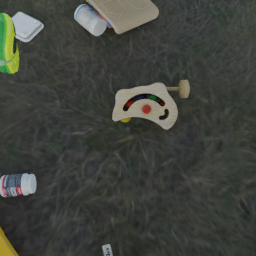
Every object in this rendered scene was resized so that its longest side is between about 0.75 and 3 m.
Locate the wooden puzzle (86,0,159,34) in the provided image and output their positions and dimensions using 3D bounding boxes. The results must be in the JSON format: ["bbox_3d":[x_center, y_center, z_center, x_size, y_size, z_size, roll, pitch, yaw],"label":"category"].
[{"bbox_3d":[-0.421,-4.413,9.674,2.273,0.568,2.454,-36,85,-34],"label":"wooden puzzle"}]

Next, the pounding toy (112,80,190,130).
[{"bbox_3d":[0.727,-0.588,8.260,2.298,1.318,1.314,-10,92,5],"label":"pounding toy"}]

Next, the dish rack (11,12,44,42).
[{"bbox_3d":[-3.734,-3.643,9.927,1.200,0.261,1.030,30,67,12],"label":"dish rack"}]

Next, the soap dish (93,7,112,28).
[{"bbox_3d":[-0.619,-4.119,10.052,0.844,0.436,1.073,-31,68,-14],"label":"soap dish"}]

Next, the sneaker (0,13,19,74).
[{"bbox_3d":[-2.845,-1.756,5.062,1.157,1.025,2.769,-27,55,-34],"label":"sneaker"}]

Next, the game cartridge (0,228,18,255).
[{"bbox_3d":[-3.580,3.210,6.337,1.961,0.361,2.225,-36,78,-16],"label":"game cartridge"}]

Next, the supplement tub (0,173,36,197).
[{"bbox_3d":[-2.847,1.476,7.257,0.794,0.557,0.557,-5,64,-2],"label":"supplement tub"}]

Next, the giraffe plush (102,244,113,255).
[{"bbox_3d":[-0.113,3.366,5.668,1.859,1.748,2.155,-30,68,-14],"label":"giraffe plush"}]

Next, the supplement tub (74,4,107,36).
[{"bbox_3d":[-1.304,-3.757,9.741,0.679,0.679,1.029,-42,71,-18],"label":"supplement tub"}]
